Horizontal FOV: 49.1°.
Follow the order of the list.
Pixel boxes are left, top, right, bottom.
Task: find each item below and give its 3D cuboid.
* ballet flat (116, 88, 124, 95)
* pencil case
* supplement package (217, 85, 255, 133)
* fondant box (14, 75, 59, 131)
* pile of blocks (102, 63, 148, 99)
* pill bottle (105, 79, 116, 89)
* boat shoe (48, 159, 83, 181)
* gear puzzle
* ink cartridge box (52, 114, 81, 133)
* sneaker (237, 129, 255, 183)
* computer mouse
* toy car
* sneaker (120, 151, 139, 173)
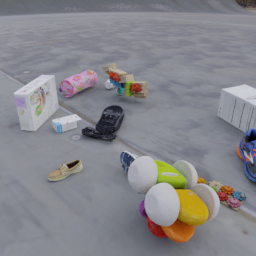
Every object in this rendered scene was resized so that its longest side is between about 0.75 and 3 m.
[{"bbox_3d":[-0.289,-2.034,15.029,0.454,0.454,1.308,20,31,32],"label":"ballet flat"},{"bbox_3d":[-2.613,-2.419,15.067,1.000,1.000,2.288,16,33,26],"label":"pencil case"},{"bbox_3d":[5.072,-0.741,11.625,1.360,1.364,2.326,-12,31,-21],"label":"supplement package"},{"bbox_3d":[-3.841,-1.135,12.031,0.670,1.660,2.301,6,29,10],"label":"fondant box"},{"bbox_3d":[-0.349,-2.262,13.981,2.952,1.212,0.917,34,29,23],"label":"pile of blocks"},{"bbox_3d":[-0.866,-2.548,15.723,0.558,0.558,1.003,14,31,24],"label":"pill bottle"},{"bbox_3d":[-2.004,1.310,8.927,1.160,0.385,0.429,-21,35,-33],"label":"boat shoe"},{"bbox_3d":[2.661,1.789,8.250,1.540,0.202,0.798,25,37,37],"label":"gear puzzle"},{"bbox_3d":[-2.541,-0.195,11.668,1.073,0.364,0.618,-17,33,-28],"label":"ink cartridge box"},{"bbox_3d":[4.196,0.898,9.018,0.980,1.020,2.600,-2,29,-1],"label":"sneaker"},{"bbox_3d":[-0.827,-0.154,11.513,1.483,0.565,2.142,11,42,18],"label":"computer mouse"},{"bbox_3d":[0.941,1.767,6.866,1.903,1.631,2.175,9,28,-32],"label":"toy car"},{"bbox_3d":[0.434,1.218,8.869,1.604,0.618,0.683,32,23,31],"label":"sneaker"}]
